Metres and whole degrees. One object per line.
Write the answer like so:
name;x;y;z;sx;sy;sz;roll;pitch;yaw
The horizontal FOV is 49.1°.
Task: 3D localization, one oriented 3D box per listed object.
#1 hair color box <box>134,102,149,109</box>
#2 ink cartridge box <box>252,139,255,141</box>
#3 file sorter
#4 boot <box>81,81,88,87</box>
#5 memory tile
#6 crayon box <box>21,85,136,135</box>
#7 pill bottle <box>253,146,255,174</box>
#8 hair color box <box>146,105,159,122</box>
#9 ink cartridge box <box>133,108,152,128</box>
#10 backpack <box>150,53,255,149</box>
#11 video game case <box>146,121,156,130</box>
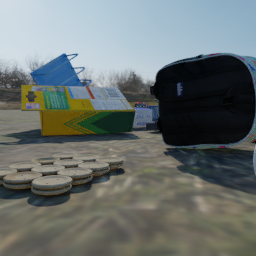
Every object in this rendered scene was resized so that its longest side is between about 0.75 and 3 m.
hair color box;0.908;-0.934;14.895;0.677;0.409;1.335;3;-18;27
ink cartridge box;3.376;-0.106;5.417;1.787;0.740;1.302;-3;5;-32
file sorter;-2.020;-1.326;9.774;1.484;2.138;1.312;-40;31;-25
boot;-3.093;-1.434;14.242;2.691;1.967;0.945;1;6;16
memory tile;-0.702;0.424;2.853;0.983;0.108;1.283;2;6;26
crayon box;-1.343;-0.504;7.231;2.644;0.682;1.662;-1;28;-20
pill bottle;1.328;0.249;1.536;0.674;0.674;1.127;-2;4;-24
hair color box;1.738;-0.516;10.740;1.107;0.670;2.214;1;3;-29
ink cartridge box;-0.743;-0.327;8.974;2.779;0.614;1.306;-1;6;-20
backpack;1.383;-0.410;4.455;1.274;1.503;1.693;-6;1;-39
video game case;1.881;-0.192;7.891;1.750;0.232;2.450;-1;5;36
